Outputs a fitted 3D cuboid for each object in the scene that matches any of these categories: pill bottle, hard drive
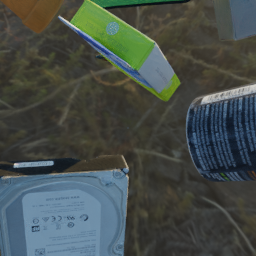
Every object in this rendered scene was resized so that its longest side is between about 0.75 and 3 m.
[{"bbox_3d":[2.393,-0.029,3.952,2.817,1.497,1.497,-11,56,39],"label":"pill bottle"},{"bbox_3d":[-0.890,1.589,3.997,1.697,2.429,0.459,-1,23,-13],"label":"hard drive"}]

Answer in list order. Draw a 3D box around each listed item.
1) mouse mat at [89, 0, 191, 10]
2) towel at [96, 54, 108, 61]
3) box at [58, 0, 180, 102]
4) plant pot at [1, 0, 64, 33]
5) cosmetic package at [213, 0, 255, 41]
[{"bbox_3d":[0.306,-3.206,5.386,2.328,0.088,1.873,9,85,30],"label":"mouse mat"},{"bbox_3d":[-0.246,-1.811,6.789,0.918,0.674,0.100,-11,91,18],"label":"towel"},{"bbox_3d":[0.018,-1.279,4.970,1.465,2.402,0.572,38,96,20],"label":"box"},{"bbox_3d":[-2.097,-3.193,5.969,1.303,1.862,1.862,25,57,-35],"label":"plant pot"},{"bbox_3d":[2.718,-3.537,6.382,1.484,2.777,1.253,-13,20,3],"label":"cosmetic package"}]
